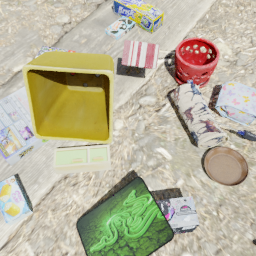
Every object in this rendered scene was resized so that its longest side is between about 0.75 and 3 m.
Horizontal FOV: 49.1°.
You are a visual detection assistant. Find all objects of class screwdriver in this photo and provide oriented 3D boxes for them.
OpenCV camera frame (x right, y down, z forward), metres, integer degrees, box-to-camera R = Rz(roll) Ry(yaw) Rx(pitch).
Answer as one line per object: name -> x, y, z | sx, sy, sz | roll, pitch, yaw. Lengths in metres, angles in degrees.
screwdriver -> 3.972, 0.093, 10.566 | 2.393, 0.348, 0.334 | 15, 12, -19

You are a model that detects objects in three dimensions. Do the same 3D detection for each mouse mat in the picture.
mouse mat -> -0.221, 3.084, 8.545 | 2.787, 0.105, 2.243 | -37, 53, 5

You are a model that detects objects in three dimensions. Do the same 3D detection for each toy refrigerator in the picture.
toy refrigerator -> -1.649, 1.134, 10.208 | 2.015, 0.705, 0.765 | -4, 57, -3

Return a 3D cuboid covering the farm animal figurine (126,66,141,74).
farm animal figurine -> 0.265, -2.810, 12.935 | 0.783, 0.394, 0.633 | -8, 77, -9

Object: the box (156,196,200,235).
box -> 1.284, 2.832, 8.909 | 1.632, 1.079, 0.936 | -7, 58, -4

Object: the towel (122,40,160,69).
towel -> 0.481, -2.795, 10.682 | 1.362, 0.155, 0.981 | 8, 88, 0

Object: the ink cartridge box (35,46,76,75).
ink cartridge box -> -2.967, -2.940, 12.822 | 2.483, 0.625, 1.353 | 12, 58, 8

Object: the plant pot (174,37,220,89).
plant pot -> 2.845, -2.696, 12.076 | 1.804, 1.642, 1.804 | 0, 58, -1

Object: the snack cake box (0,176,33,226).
snack cake box -> -3.928, 2.446, 9.509 | 0.821, 0.480, 1.428 | -29, 63, -16

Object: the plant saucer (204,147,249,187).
plant saucer -> 3.574, 1.437, 10.266 | 1.587, 0.290, 1.587 | 0, 58, -1

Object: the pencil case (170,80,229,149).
pencil case -> 2.777, -0.502, 10.996 | 1.287, 1.119, 2.877 | -23, 59, 3

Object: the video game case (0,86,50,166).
video game case -> -4.262, -0.220, 11.116 | 2.417, 0.606, 2.667 | -34, 64, -20

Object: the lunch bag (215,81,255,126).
lunch bag -> 4.445, -1.047, 11.426 | 1.611, 1.024, 1.366 | 23, 62, 2

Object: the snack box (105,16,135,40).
snack box -> -0.403, -5.176, 14.462 | 0.841, 0.269, 1.448 | 36, 64, 20

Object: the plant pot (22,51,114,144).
plant pot -> -1.760, -1.433, 10.148 | 2.771, 2.753, 2.835 | 4, 35, 1

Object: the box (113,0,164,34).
box -> 0.497, -6.071, 14.668 | 2.748, 0.884, 0.963 | 36, 64, 21
